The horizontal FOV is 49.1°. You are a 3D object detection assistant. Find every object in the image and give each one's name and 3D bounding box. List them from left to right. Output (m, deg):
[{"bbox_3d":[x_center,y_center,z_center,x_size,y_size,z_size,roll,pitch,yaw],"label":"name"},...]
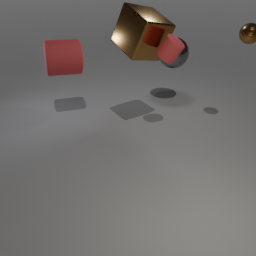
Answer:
[{"bbox_3d":[-2.635,-2.863,11.393,1.400,1.400,1.400,-8,30,-17],"label":"cylinder"},{"bbox_3d":[0.507,-3.324,9.795,1.400,1.400,1.400,-10,50,-39],"label":"cube"},{"bbox_3d":[1.400,-2.631,9.329,0.700,0.700,0.700,24,39,-21],"label":"cylinder"},{"bbox_3d":[2.090,-3.448,12.854,1.400,1.400,1.400,0,29,0],"label":"ball"},{"bbox_3d":[4.187,-3.240,9.620,0.700,0.700,0.700,0,29,0],"label":"ball"}]
